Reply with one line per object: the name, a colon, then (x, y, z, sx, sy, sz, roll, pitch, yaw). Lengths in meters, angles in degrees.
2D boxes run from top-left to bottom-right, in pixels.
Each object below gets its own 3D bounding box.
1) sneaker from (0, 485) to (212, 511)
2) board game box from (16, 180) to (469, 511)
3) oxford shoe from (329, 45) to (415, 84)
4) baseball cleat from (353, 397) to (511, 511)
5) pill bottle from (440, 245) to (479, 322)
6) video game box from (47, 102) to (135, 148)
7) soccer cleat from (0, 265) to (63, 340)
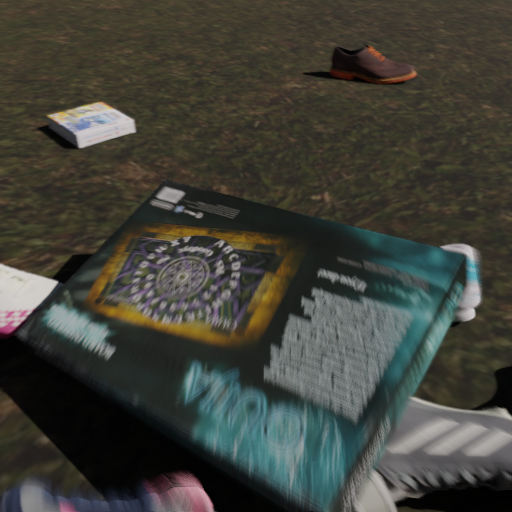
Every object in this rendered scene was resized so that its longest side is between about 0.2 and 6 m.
sneaker: (-0.963, 2.313, 4.477, 2.993, 1.050, 1.228, 14, 69, 35)
board game box: (-0.327, 0.644, 6.412, 4.453, 0.627, 3.012, 18, 57, 35)
oxford shoe: (3.348, -5.527, 16.093, 2.461, 0.893, 0.876, 9, 37, 12)
baseball cleat: (1.721, 2.114, 5.568, 2.934, 1.023, 1.562, 14, 54, 22)
pill bottle: (2.743, 0.382, 7.696, 0.552, 0.997, 0.552, -13, 13, 3)
video game box: (-3.883, -3.102, 13.170, 1.438, 0.370, 1.579, -25, 42, -34)
soccer cleat: (-3.659, 0.383, 7.176, 2.752, 1.188, 0.961, 3, 31, -24)
